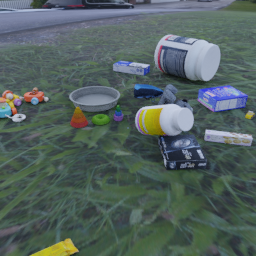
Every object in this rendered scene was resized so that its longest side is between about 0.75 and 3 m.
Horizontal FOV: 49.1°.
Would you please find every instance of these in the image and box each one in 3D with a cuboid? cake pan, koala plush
[{"bbox_3d":[-1.348,-1.200,11.499,2.050,0.376,2.050,0,28,0],"label":"cake pan"},{"bbox_3d":[1.746,-0.728,10.185,1.303,1.198,1.156,25,27,1],"label":"koala plush"}]

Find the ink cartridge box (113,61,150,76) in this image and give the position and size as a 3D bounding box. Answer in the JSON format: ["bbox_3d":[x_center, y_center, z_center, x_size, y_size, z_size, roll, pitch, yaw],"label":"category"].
[{"bbox_3d":[0.190,-3.285,15.308,1.829,0.404,0.860,13,30,23],"label":"ink cartridge box"}]

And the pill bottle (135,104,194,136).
[{"bbox_3d":[1.056,-0.227,8.249,0.905,0.905,1.736,-21,12,-33],"label":"pill bottle"}]

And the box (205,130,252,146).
[{"bbox_3d":[3.149,0.312,8.823,1.405,0.291,0.272,8,29,12],"label":"box"}]

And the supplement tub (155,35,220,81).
[{"bbox_3d":[2.934,-3.520,14.093,2.804,1.968,1.968,26,38,38],"label":"supplement tub"}]

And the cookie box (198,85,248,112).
[{"bbox_3d":[3.790,-1.206,11.324,1.466,0.551,1.254,-8,30,-15],"label":"cookie box"}]

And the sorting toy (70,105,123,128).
[{"bbox_3d":[-1.110,-0.513,9.955,1.915,0.659,0.664,-7,29,-12],"label":"sorting toy"}]

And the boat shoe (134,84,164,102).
[{"bbox_3d":[0.715,-1.321,10.505,1.532,0.526,0.644,2,25,-41],"label":"boat shoe"}]

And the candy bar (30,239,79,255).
[{"bbox_3d":[-1.708,2.439,5.013,1.617,0.179,0.403,-17,29,-28],"label":"candy bar"}]

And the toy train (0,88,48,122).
[{"bbox_3d":[-4.299,-1.076,10.978,1.790,0.663,2.384,3,28,5],"label":"toy train"}]

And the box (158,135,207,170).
[{"bbox_3d":[1.535,0.675,8.129,1.118,0.304,1.395,-1,29,-2],"label":"box"}]

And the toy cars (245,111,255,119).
[{"bbox_3d":[4.800,-0.531,10.436,0.992,0.220,0.445,-4,29,-8],"label":"toy cars"}]
